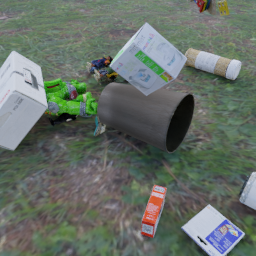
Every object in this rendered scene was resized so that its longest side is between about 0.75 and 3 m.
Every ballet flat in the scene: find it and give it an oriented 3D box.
[{"bbox_3d":[-0.969,-0.056,9.785,0.383,0.345,1.018,14,35,-14],"label":"ballet flat"}]

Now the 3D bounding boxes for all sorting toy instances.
[{"bbox_3d":[2.364,-4.356,9.090,0.437,1.244,2.581,-25,45,-3],"label":"sorting toy"}]

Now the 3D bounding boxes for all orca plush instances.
[{"bbox_3d":[-2.306,-0.529,10.243,1.202,0.427,0.632,-18,42,-20],"label":"orca plush"}]

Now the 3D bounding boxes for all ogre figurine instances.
[{"bbox_3d":[-2.277,-1.169,10.337,1.668,1.365,2.783,-5,50,-25],"label":"ogre figurine"}]

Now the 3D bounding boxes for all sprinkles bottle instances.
[{"bbox_3d":[3.841,-2.977,12.898,2.487,0.849,0.849,26,46,28],"label":"sprinkles bottle"}]

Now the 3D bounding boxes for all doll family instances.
[{"bbox_3d":[-0.985,-2.724,12.549,1.376,0.934,2.381,-26,45,-13],"label":"doll family"}]

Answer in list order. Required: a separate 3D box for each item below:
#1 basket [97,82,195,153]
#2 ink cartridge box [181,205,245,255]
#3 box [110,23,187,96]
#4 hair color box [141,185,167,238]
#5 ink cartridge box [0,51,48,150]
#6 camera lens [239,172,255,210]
[{"bbox_3d":[0.515,-0.506,9.213,2.680,1.823,2.417,18,30,26],"label":"basket"},{"bbox_3d":[2.008,2.504,6.692,1.082,0.254,1.070,-28,48,-28],"label":"ink cartridge box"},{"bbox_3d":[0.328,-1.165,4.939,0.928,1.052,0.508,36,68,-15],"label":"box"},{"bbox_3d":[0.649,2.046,6.948,0.352,0.610,1.101,12,41,14],"label":"hair color box"},{"bbox_3d":[-3.854,-0.963,9.399,1.170,2.072,2.822,30,22,-38],"label":"ink cartridge box"},{"bbox_3d":[3.489,1.711,7.131,1.107,0.885,0.885,26,46,28],"label":"camera lens"}]
